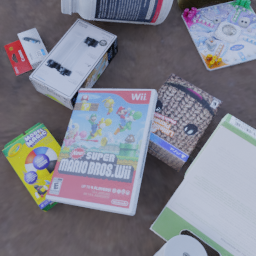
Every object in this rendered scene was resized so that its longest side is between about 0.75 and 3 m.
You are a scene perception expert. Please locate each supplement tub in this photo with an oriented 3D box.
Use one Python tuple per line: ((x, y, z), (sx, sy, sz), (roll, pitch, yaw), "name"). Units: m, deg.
((-0.321, -3.914, 7.536), (2.861, 2.007, 2.007), (0, 67, -12), "supplement tub")

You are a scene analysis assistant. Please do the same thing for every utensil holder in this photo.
((0.967, 2.665, 5.428), (0.913, 1.074, 0.913), (6, 49, -7), "utensil holder")

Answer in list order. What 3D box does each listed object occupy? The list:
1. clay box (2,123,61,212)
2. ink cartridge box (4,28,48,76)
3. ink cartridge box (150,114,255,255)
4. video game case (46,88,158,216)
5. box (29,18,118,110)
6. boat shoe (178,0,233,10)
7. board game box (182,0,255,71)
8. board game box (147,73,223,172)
((-2.061, 0.802, 6.637), (1.152, 0.477, 2.006), (-37, 73, -15), "clay box")
((-2.908, -2.189, 7.999), (1.054, 0.267, 1.196), (-25, 69, -11), "ink cartridge box")
((2.097, 1.542, 5.720), (2.176, 0.717, 2.990), (34, 115, 13), "ink cartridge box")
((-0.532, 0.353, 6.145), (1.968, 0.240, 2.752), (4, 65, 21), "video game case")
((-1.399, -1.739, 7.582), (1.322, 0.681, 2.267), (27, 70, 11), "box")
((2.658, -4.364, 8.545), (2.480, 0.918, 0.823), (-14, 74, -5), "boat shoe")
((2.987, -2.890, 8.279), (2.190, 0.283, 2.191), (-16, 68, -6), "board game box")
((1.139, -0.145, 6.810), (1.446, 0.878, 1.813), (32, 70, 12), "board game box")
